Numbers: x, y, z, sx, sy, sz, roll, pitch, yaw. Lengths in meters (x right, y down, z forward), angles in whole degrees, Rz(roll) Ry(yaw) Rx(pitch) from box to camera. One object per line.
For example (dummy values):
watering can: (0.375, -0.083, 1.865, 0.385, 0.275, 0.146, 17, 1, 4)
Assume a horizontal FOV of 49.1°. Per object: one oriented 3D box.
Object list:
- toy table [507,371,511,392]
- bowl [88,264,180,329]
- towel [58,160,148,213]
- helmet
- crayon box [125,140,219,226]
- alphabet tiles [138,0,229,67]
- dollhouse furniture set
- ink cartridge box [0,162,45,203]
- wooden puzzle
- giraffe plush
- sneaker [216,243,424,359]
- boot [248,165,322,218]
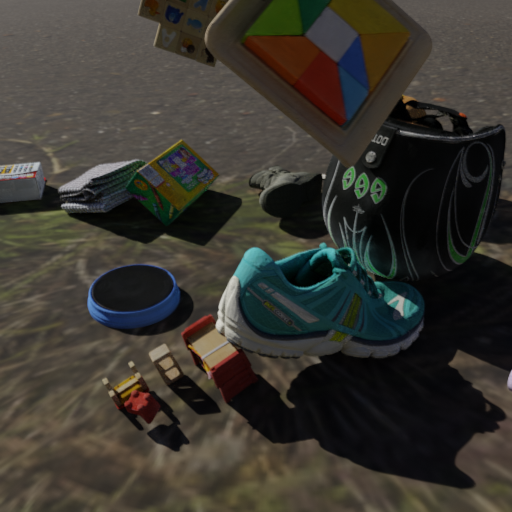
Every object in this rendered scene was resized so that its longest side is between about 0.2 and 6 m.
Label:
toy table: (3.124, 1.354, 6.225, 0.608, 0.559, 0.356, -34, 28, -26)
bowl: (-1.698, 0.521, 7.775, 1.263, 0.248, 1.263, 0, 32, 0)
towel: (-2.735, -1.292, 10.108, 1.169, 0.604, 1.412, 3, 28, 37)
helmet: (2.124, -0.817, 7.839, 2.516, 2.399, 2.516, 4, 30, -2)
crayon box: (-1.460, -1.346, 10.071, 0.982, 0.482, 1.654, 43, 37, -5)
alphabet tiles: (-0.780, -4.045, 8.490, 1.734, 2.084, 0.066, 9, 24, -28)
dollhouse furniture set: (-0.834, 1.393, 6.229, 1.464, 0.595, 0.788, -32, 41, -15)
ink cartridge box: (-4.682, -1.432, 10.671, 1.149, 0.482, 1.008, -7, 32, -10)
wooden puzzle: (0.692, -2.017, 5.252, 1.701, 1.838, 0.342, -55, 14, -15)
giraffe plush: (2.474, -2.292, 10.639, 2.420, 1.962, 2.088, 2, 32, 3)
sneaker: (0.982, 0.489, 6.578, 3.036, 1.209, 1.177, 3, 21, -37)
boot: (0.318, -1.222, 10.354, 1.188, 0.616, 1.818, 16, 28, 33)
